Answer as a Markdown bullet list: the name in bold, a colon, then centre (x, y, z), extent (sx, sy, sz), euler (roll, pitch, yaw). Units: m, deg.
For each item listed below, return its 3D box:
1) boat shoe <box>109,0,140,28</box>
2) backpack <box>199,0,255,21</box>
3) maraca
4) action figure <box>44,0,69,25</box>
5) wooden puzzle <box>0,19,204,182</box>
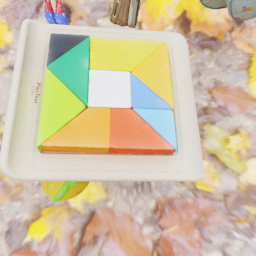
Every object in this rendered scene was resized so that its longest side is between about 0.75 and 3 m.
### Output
- **boat shoe**: centre (-0.027, -2.423, 4.571), extent (0.509, 1.496, 0.538), euler (11, 28, 5)
- **backpack**: centre (2.721, -3.613, 6.042), extent (2.743, 2.412, 2.103), euler (-3, 87, 24)
- **maraca**: centre (-1.052, 0.744, 5.088), extent (0.913, 1.706, 1.170), euler (26, 55, -20)
- **action figure**: centre (-1.383, -1.764, 6.175), extent (0.834, 2.548, 0.659), euler (24, 34, 36)
- **wooden puzzle**: centre (-0.253, -0.535, 4.286), extent (2.890, 0.538, 2.673), euler (3, 66, -11)
